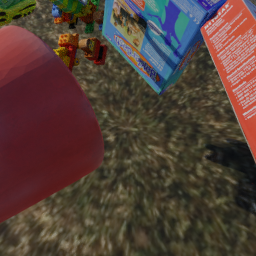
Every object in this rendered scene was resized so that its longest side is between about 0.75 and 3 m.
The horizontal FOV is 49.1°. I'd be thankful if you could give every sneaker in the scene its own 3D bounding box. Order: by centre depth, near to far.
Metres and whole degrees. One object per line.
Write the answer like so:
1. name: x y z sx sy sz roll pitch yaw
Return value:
1. sneaker: -2.113 -2.038 4.690 0.482 0.427 1.154 48 51 5

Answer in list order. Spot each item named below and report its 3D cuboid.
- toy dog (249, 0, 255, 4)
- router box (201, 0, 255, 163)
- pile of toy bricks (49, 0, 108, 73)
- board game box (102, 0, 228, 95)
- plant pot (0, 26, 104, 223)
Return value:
1. toy dog: 1.938 -3.480 5.177 2.727 1.963 2.813 -12 44 -11
2. router box: 2.108 -0.185 3.197 2.410 0.589 2.163 21 45 -29
3. pile of toy bricks: -1.169 -2.695 5.897 1.580 1.406 2.847 3 80 33
4. board game box: 0.379 -1.749 4.505 0.519 2.308 1.756 -39 82 -19
5. plant pot: -1.792 0.177 3.500 2.286 2.286 2.023 38 57 23
